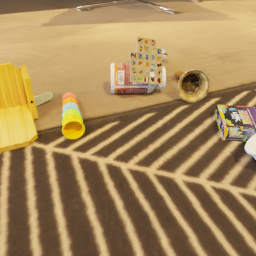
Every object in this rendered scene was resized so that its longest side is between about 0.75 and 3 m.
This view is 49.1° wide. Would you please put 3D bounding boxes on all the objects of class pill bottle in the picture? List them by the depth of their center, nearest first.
[{"bbox_3d":[0.456,-2.379,13.316,2.540,1.425,1.425,-1,35,-3],"label":"pill bottle"}]

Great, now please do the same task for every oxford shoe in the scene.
[{"bbox_3d":[-4.064,-1.237,12.625,1.404,0.528,0.405,-24,-2,-18],"label":"oxford shoe"}]

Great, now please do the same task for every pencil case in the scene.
[{"bbox_3d":[1.129,-4.123,16.252,2.040,0.848,0.925,-10,48,-15],"label":"pencil case"}]

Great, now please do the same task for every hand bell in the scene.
[{"bbox_3d":[2.762,-2.421,13.841,1.502,1.502,2.886,-5,23,-6],"label":"hand bell"}]

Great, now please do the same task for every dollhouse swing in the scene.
[{"bbox_3d":[-4.963,-0.785,10.435,2.895,2.631,2.545,-13,26,-18],"label":"dollhouse swing"}]

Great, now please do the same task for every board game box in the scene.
[{"bbox_3d":[4.374,-0.215,11.036,1.540,0.528,1.863,2,36,5],"label":"board game box"}]

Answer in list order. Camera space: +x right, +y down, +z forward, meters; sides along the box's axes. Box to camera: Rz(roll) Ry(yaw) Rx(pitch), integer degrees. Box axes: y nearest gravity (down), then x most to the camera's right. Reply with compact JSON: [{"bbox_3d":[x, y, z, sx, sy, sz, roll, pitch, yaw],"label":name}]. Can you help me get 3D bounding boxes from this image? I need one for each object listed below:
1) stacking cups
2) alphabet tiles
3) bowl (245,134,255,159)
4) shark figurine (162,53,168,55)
[{"bbox_3d":[-2.390,-0.654,11.428,0.849,0.849,2.805,-10,35,-13],"label":"stacking cups"},{"bbox_3d":[0.815,-2.955,12.324,1.657,1.982,0.075,0,0,-27],"label":"alphabet tiles"},{"bbox_3d":[5.095,0.626,9.043,2.289,1.029,2.289,-30,7,4],"label":"bowl"},{"bbox_3d":[1.718,-3.678,15.787,0.862,0.602,1.442,15,72,19],"label":"shark figurine"}]
